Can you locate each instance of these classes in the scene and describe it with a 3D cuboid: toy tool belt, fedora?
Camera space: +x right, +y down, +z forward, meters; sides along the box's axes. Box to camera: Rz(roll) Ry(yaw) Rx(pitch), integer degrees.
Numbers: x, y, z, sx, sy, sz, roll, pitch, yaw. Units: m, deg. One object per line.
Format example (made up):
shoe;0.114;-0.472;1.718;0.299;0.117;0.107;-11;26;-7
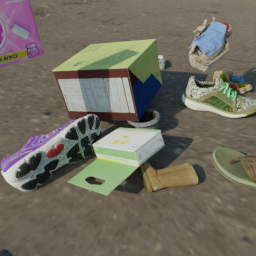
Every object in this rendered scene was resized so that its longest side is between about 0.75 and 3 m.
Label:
toy tool belt;2.541;-2.725;8.529;1.144;1.126;1.832;33;81;33
fedora;0.504;-0.158;8.397;0.950;0.485;1.074;-34;33;-33

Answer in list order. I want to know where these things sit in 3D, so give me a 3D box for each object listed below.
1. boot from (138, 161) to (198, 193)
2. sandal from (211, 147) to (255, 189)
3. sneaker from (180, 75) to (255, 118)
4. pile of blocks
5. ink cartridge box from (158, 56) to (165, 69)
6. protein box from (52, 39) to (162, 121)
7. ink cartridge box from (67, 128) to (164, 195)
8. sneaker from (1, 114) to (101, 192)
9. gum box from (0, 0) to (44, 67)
boot;0.922;1.052;6.904;1.260;0.417;1.103;-10;50;-12
sandal;3.201;1.048;6.615;2.496;0.712;0.991;29;45;33
sneaker;3.068;-1.106;9.193;2.618;1.160;1.007;9;37;13
pile of blocks;3.860;-1.743;10.534;1.529;0.628;0.475;26;44;31
ink cartridge box;0.868;-2.890;12.326;1.418;0.357;0.772;-1;36;-3
protein box;-0.517;-1.582;9.031;2.500;1.686;2.481;3;35;25
ink cartridge box;-0.331;0.684;6.896;1.549;0.511;2.129;4;28;45
sneaker;-1.923;0.377;7.247;2.868;1.156;1.196;-31;40;-35
gum box;-3.015;-1.826;5.449;2.349;1.333;0.777;-26;37;-29
